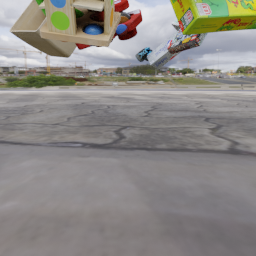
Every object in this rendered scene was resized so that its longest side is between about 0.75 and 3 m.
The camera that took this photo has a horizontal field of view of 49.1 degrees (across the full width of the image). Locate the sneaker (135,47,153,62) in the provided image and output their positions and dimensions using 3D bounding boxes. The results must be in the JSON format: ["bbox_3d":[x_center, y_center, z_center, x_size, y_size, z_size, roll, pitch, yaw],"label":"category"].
[{"bbox_3d":[0.895,-3.333,12.574,0.590,0.528,1.441,-35,4,35],"label":"sneaker"}]

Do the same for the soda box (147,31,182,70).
[{"bbox_3d":[1.672,-3.228,11.692,1.753,0.556,0.598,-34,-32,29],"label":"soda box"}]

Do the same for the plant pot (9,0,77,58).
[{"bbox_3d":[-2.439,-3.247,9.153,1.716,1.718,1.521,16,-20,40],"label":"plant pot"}]

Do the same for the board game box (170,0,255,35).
[{"bbox_3d":[2.124,-2.800,6.112,2.460,1.250,0.586,-13,-13,-24],"label":"board game box"}]

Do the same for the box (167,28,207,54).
[{"bbox_3d":[1.827,-2.732,8.337,0.264,0.908,1.326,37,-14,-25],"label":"box"}]

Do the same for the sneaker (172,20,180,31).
[{"bbox_3d":[1.950,-3.668,9.576,0.414,0.664,1.126,40,3,-22],"label":"sneaker"}]

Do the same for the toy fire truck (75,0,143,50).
[{"bbox_3d":[-0.490,-2.783,7.849,1.858,1.042,1.560,-13,37,11],"label":"toy fire truck"}]

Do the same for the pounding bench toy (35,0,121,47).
[{"bbox_3d":[-1.088,-2.202,4.538,1.840,1.435,1.143,9,45,4],"label":"pounding bench toy"}]
